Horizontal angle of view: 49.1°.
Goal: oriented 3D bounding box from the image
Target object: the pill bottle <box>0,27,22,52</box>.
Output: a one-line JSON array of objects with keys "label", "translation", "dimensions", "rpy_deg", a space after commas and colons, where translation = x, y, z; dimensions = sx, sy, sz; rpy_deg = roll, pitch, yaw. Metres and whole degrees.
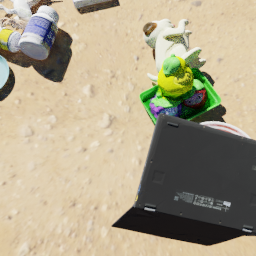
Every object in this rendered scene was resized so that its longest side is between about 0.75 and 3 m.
[{"label": "pill bottle", "translation": [-5.001, -3.578, 11.051], "dimensions": [1.455, 0.815, 0.815], "rpy_deg": [21, 70, 9]}]

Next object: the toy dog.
[{"label": "toy dog", "translation": [1.515, -3.040, 10.602], "dimensions": [2.283, 1.643, 2.355], "rpy_deg": [-36, 70, 24]}]

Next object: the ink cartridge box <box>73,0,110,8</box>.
[{"label": "ink cartridge box", "translation": [-1.555, -5.848, 12.189], "dimensions": [1.793, 0.397, 0.843], "rpy_deg": [-15, 70, -6]}]

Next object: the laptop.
[{"label": "laptop", "translation": [1.397, 1.441, 6.422], "dimensions": [2.781, 1.721, 2.970], "rpy_deg": [15, 90, -11]}]

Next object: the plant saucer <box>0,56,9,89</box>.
[{"label": "plant saucer", "translation": [-5.525, -1.995, 10.711], "dimensions": [2.018, 0.277, 2.018], "rpy_deg": [0, 67, 0]}]

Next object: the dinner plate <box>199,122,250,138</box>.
[{"label": "dinner plate", "translation": [2.667, 1.289, 8.867], "dimensions": [2.982, 0.361, 2.982], "rpy_deg": [-3, 82, 24]}]

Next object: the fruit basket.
[{"label": "fruit basket", "translation": [1.680, -1.144, 9.222], "dimensions": [2.594, 2.594, 1.871], "rpy_deg": [-27, 71, -10]}]

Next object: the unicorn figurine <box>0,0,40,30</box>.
[{"label": "unicorn figurine", "translation": [-4.486, -5.190, 11.587], "dimensions": [2.017, 1.084, 2.936], "rpy_deg": [-2, 78, -21]}]

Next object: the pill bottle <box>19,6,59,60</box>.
[{"label": "pill bottle", "translation": [-3.389, -3.755, 10.951], "dimensions": [1.131, 1.131, 1.890], "rpy_deg": [12, 69, 5]}]
